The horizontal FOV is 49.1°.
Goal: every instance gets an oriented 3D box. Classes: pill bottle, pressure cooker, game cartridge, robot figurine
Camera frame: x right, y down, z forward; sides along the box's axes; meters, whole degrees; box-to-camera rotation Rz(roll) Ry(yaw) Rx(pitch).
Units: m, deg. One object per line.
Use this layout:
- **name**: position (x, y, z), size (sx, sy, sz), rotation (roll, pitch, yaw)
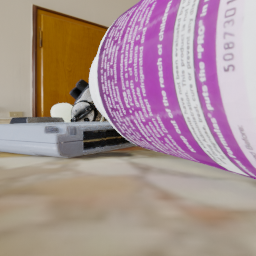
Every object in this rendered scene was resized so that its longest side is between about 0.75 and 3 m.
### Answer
- **pill bottle**: position (0.498, -0.387, 1.934), size (1.243, 1.243, 2.214), rotation (-1, 5, -26)
- **pressure cooker**: position (-1.340, -0.452, 9.013), size (0.893, 0.879, 0.999), rotation (14, 6, 11)
- **game cartridge**: position (-0.586, 0.079, 3.161), size (1.106, 0.336, 1.659), rotation (6, 5, 32)
- **robot figurine**: position (-1.398, -1.124, 12.033), size (2.181, 1.361, 1.639), rotation (38, -31, -10)

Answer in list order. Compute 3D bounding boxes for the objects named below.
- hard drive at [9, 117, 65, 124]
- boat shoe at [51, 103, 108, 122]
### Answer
- **hard drive**: position (-2.973, -0.202, 9.303), size (1.068, 0.335, 1.583), rotation (2, 3, 34)
- **boat shoe**: position (-1.964, -0.516, 11.274), size (2.426, 0.867, 0.725), rotation (7, 5, 21)
